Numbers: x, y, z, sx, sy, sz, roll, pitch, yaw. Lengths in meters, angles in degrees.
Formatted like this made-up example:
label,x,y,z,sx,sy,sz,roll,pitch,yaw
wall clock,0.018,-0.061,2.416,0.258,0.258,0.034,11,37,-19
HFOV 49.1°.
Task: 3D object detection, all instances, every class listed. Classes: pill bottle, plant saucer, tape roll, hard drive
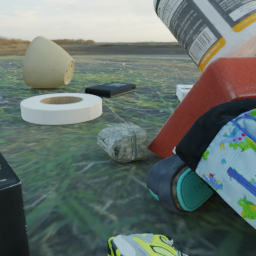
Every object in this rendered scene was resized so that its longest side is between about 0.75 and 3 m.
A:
label,x,y,z,sx,sy,sz,roll,pitch,yaw
pill bottle,1.505,-2.495,5.750,1.610,2.766,1.610,-31,-14,-9
plant saucer,2.182,-0.202,5.446,2.915,2.910,0.535,-6,62,-22
tape roll,-2.235,-0.724,9.609,2.747,0.502,2.747,-1,18,0
hard drive,-0.807,-1.858,13.404,1.500,0.353,2.149,11,21,31

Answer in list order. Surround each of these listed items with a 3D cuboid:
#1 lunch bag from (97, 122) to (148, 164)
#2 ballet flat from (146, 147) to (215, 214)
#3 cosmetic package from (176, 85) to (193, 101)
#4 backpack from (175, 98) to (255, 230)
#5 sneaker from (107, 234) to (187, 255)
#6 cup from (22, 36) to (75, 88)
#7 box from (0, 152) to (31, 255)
label,x,y,z,sx,sy,sz,roll,pitch,yaw
lunch bag,-0.144,0.309,6.016,0.842,0.699,1.003,-6,18,-22
ballet flat,1.499,0.535,4.893,2.977,1.087,1.087,-20,26,-33
cosmetic package,2.909,-1.480,12.025,1.453,0.498,1.927,3,18,2
backpack,2.149,0.692,2.994,2.082,1.963,2.553,8,40,-37
sneaker,0.473,1.474,2.306,0.756,0.746,1.980,-8,21,-23
cup,-3.863,-3.136,14.350,1.890,2.642,2.642,17,19,4
box,-1.846,0.949,3.166,1.010,1.207,1.626,-12,21,-32
